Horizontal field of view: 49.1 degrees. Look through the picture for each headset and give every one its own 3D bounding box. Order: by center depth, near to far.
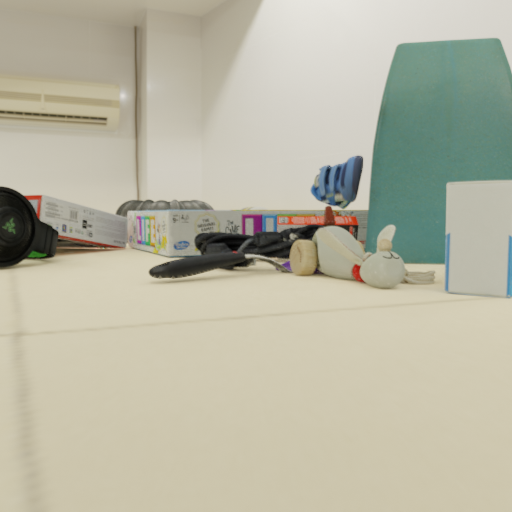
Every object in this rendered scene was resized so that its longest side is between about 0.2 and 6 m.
[{"bbox_3d":[-3.693,-0.179,6.803,1.831,1.393,2.966,4,-10,10],"label":"headset"}]

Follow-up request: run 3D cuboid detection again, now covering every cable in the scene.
[{"bbox_3d":[0.045,-0.182,7.223,1.562,0.486,1.915,-11,4,-24],"label":"cable"}]

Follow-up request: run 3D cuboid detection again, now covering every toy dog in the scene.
[{"bbox_3d":[0.970,-0.130,5.652,1.041,0.760,1.579,-4,6,-40],"label":"toy dog"}]

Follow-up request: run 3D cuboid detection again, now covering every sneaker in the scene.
[{"bbox_3d":[1.516,-1.372,10.550,0.787,0.708,1.914,16,-14,-2],"label":"sneaker"}]

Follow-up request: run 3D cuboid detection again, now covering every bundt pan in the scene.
[{"bbox_3d":[-2.177,-0.847,13.522,2.707,1.016,2.707,-1,5,0],"label":"bundt pan"}]

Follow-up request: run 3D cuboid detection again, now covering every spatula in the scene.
[{"bbox_3d":[-0.009,0.078,6.097,2.539,0.261,0.718,-2,3,-37],"label":"spatula"}]

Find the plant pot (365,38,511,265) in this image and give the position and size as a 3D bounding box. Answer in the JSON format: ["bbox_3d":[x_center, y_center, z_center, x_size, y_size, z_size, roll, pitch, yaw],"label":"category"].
[{"bbox_3d":[2.726,-1.460,8.255,2.141,3.029,2.140,2,5,11],"label":"plant pot"}]

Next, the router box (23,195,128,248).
[{"bbox_3d":[-3.755,-0.536,9.643,2.138,0.582,2.383,1,-5,20],"label":"router box"}]

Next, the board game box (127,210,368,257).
[{"bbox_3d":[0.012,-0.494,10.471,4.245,0.726,2.854,-2,4,-25],"label":"board game box"}]

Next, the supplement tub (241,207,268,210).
[{"bbox_3d":[-0.075,-0.702,12.757,0.834,0.834,1.155,-1,5,-17],"label":"supplement tub"}]

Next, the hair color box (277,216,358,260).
[{"bbox_3d":[0.881,-0.259,8.160,1.154,0.586,0.353,0,25,3],"label":"hair color box"}]

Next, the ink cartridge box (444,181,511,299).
[{"bbox_3d":[2.138,-0.179,5.060,0.554,0.945,1.308,3,5,34],"label":"ink cartridge box"}]
